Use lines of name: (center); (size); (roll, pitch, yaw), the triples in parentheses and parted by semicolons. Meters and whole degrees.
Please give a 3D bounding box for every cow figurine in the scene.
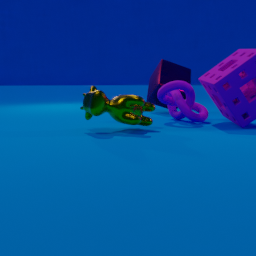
cow figurine: (-0.262, -0.472, 6.602); (1.480, 0.826, 1.504); (11, 1, 27)

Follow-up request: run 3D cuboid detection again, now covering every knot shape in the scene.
knot shape: (1.514, -0.746, 8.223); (1.598, 0.738, 1.496); (40, -6, -13)

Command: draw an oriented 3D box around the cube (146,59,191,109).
cube: (1.534, -1.593, 10.568); (1.232, 1.232, 1.232); (17, -31, -11)

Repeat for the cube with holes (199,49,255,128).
cube with holes: (2.972, -1.093, 7.373); (1.371, 1.371, 1.371); (-36, 14, 8)
